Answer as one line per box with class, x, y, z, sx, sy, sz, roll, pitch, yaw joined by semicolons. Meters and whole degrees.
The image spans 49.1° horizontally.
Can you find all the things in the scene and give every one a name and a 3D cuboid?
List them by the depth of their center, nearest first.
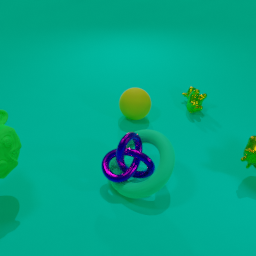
monkey head;-2.846;0.438;5.759;1.239;1.722;1.038;12;-3;-40
cow figurine;3.392;0.554;6.215;1.462;0.816;1.486;-41;31;4
knot shape;0.029;0.664;6.557;1.246;1.166;0.576;4;8;-12
ring;0.290;0.817;6.669;1.731;0.346;1.731;-16;54;23
ball;0.224;-0.752;8.775;1.006;1.006;1.006;0;38;0
cow figurine;2.166;-0.926;9.368;0.578;1.037;1.054;25;71;-14
